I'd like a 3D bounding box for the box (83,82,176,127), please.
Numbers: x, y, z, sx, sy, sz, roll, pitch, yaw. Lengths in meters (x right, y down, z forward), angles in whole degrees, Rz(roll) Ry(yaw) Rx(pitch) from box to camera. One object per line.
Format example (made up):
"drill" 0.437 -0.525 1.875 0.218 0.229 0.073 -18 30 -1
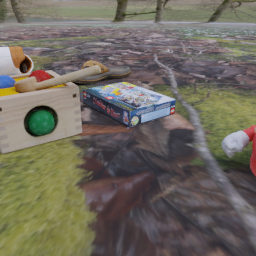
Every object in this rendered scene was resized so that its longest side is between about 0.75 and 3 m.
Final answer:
"box" -0.035 -0.783 8.195 1.624 0.448 2.377 -18 30 -33

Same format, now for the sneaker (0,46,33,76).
"sneaker" -3.180 -1.418 7.897 1.102 0.947 2.602 -17 -8 -20

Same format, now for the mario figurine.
"mario figurine" 2.864 0.444 5.251 1.648 1.415 2.670 -27 -6 36

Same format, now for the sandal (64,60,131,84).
"sandal" -1.174 -2.344 11.218 2.911 0.794 1.189 -13 27 -26

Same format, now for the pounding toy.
"pounding toy" -2.070 -0.676 6.475 2.177 1.681 2.365 -16 29 -30
